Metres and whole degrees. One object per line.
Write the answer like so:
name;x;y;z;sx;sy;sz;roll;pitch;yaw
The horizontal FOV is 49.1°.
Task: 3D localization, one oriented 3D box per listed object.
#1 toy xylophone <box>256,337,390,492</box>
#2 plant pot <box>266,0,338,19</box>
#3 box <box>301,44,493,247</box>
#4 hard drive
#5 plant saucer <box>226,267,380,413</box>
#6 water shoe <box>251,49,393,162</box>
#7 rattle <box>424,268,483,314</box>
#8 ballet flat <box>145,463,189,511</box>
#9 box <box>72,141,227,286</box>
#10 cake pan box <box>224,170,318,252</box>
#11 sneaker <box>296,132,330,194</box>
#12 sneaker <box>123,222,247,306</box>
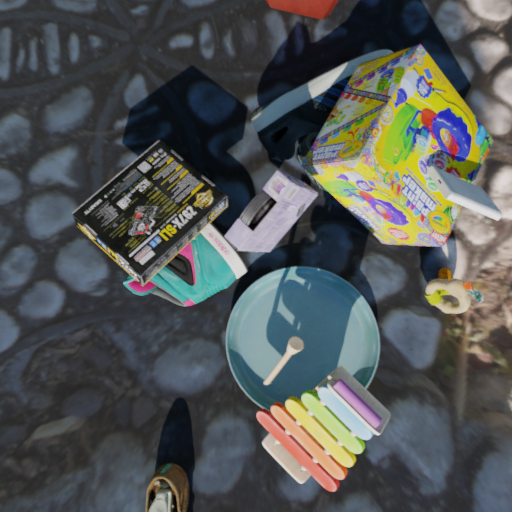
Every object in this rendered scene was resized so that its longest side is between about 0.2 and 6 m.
toy xylophone;0.878;2.495;8.811;2.012;2.748;0.690;38;48;16
plant pot;1.132;-6.522;12.333;2.097;1.848;2.095;15;74;5
box;2.670;-1.917;10.440;2.601;1.587;2.505;37;73;-29
hard drive;3.549;-1.068;9.533;1.239;0.165;0.817;17;36;-27
plant saucer;0.867;1.631;10.619;2.874;0.394;2.874;0;73;-1
water shoe;1.552;-3.147;11.855;3.464;1.238;1.367;-29;103;-10
rattle;3.793;0.505;10.307;0.945;1.323;0.861;-32;77;-25
ballet flat;-1.557;4.865;9.315;0.895;0.955;2.639;-1;73;11
box;-1.853;-0.803;9.935;1.721;0.532;2.155;40;71;10
cake pan box;0.270;-0.672;9.153;0.392;1.497;1.379;42;105;17
sneaker;1.677;-1.610;11.444;2.140;0.848;0.807;46;66;-8
sneaker;-1.892;-0.203;10.756;1.927;1.334;3.191;-42;68;-11
